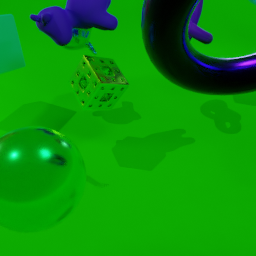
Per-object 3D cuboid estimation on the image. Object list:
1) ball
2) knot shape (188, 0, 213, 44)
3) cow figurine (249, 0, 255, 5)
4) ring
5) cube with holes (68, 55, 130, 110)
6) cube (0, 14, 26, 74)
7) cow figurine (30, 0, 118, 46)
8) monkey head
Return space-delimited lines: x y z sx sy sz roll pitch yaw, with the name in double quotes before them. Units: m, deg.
"ball" -0.973 0.515 2.905 1.074 1.074 1.074 0 39 0
"knot shape" 1.328 -2.558 6.374 0.740 1.499 1.601 -17 13 3
"cow figurine" 3.468 -4.081 8.065 0.631 1.150 1.132 -43 25 18
"ring" 1.001 -0.863 2.134 1.810 1.810 0.362 -3 60 -4
"cube with holes" -0.591 -0.884 5.596 0.744 0.744 0.744 -6 57 -45
"cube" -3.375 -1.887 6.473 1.222 1.222 1.222 7 27 28
"cow figurine" -0.916 -2.230 5.088 1.525 1.550 0.851 9 15 -22
"monkey head" -1.284 -2.291 6.582 1.448 0.873 1.042 22 22 -3
